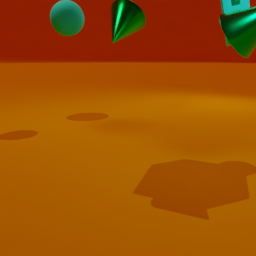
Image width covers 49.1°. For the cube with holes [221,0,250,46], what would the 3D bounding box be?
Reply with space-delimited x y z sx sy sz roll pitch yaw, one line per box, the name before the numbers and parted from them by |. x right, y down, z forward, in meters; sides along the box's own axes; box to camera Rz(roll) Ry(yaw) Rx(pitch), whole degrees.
cube with holes | 2.582 -2.500 5.553 1.349 1.349 1.349 -7 9 20

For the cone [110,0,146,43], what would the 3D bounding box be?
cone | -0.281 -3.772 10.665 1.498 1.504 1.498 21 -24 9

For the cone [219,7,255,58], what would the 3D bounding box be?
cone | 2.118 -1.755 4.527 0.882 0.882 0.885 -16 -11 -47

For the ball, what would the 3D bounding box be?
ball | -1.839 -3.321 8.493 1.013 1.013 1.013 0 15 0
